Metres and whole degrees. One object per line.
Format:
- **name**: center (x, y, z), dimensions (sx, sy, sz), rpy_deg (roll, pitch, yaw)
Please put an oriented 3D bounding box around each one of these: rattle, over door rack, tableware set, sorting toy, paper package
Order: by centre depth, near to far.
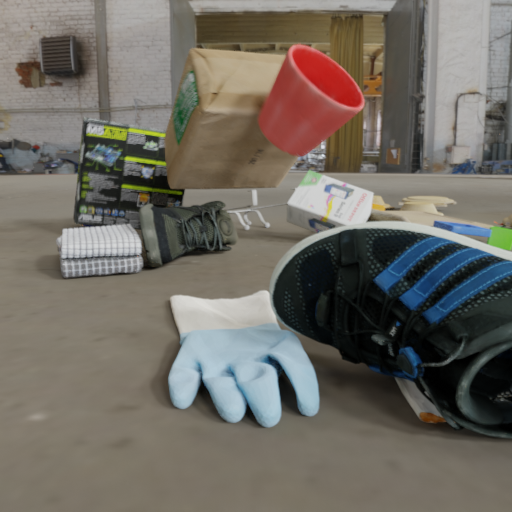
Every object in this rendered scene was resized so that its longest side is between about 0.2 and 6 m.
- **paper package**: center (-0.280, -2.082, 9.079), dimensions (2.134, 1.158, 2.239), rpy_deg (-5, -22, -23)
- **sorting toy**: center (3.180, -0.570, 11.073), dimensions (2.242, 0.542, 3.981), rpy_deg (3, 11, -24)
- **over door rack**: center (-0.115, -0.925, 12.268), dimensions (1.377, 0.621, 1.864), rpy_deg (-9, -7, -42)
- **rattle**: center (5.738, -0.633, 12.512), dimensions (0.771, 0.551, 0.502), rpy_deg (-11, -29, 30)
- **tableware set**: center (3.752, -1.378, 15.732), dimensions (3.209, 0.446, 3.842), rpy_deg (5, 11, 27)

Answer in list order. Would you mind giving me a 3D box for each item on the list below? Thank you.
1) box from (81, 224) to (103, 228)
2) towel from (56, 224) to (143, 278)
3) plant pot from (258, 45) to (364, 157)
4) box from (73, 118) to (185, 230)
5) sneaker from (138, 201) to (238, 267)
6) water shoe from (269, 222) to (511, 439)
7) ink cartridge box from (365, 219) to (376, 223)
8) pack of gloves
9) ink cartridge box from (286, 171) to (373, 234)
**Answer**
- **box**: center (-3.505, -0.745, 12.949), dimensions (0.706, 0.189, 1.166), rpy_deg (-7, 14, -34)
- **towel**: center (-2.306, -0.057, 8.185), dimensions (1.132, 0.585, 1.367), rpy_deg (-5, 13, -19)
- **plant pot**: center (0.640, -1.957, 7.363), dimensions (1.179, 1.179, 1.043), rpy_deg (-11, -29, -45)
- **box**: center (-2.492, -1.577, 11.315), dimensions (2.147, 2.073, 0.510), rpy_deg (4, 16, -21)
- **sneaker**: center (-1.066, -0.424, 8.944), dimensions (1.432, 0.955, 2.499), rpy_deg (-8, 5, 2)
- **water shoe**: center (1.234, 0.444, 3.570), dimensions (2.940, 1.051, 1.160), rpy_deg (7, 21, 30)
- **ink cartridge box**: center (2.686, -0.694, 12.181), dimensions (0.606, 0.350, 0.830), rpy_deg (2, 11, 9)
- **pack of gloves**: center (0.580, 0.494, 5.008), dimensions (2.707, 0.636, 3.222), rpy_deg (-1, 10, -8)
- **ink cartridge box**: center (1.368, -0.896, 10.399), dimensions (1.343, 0.588, 0.976), rpy_deg (24, 58, 18)
